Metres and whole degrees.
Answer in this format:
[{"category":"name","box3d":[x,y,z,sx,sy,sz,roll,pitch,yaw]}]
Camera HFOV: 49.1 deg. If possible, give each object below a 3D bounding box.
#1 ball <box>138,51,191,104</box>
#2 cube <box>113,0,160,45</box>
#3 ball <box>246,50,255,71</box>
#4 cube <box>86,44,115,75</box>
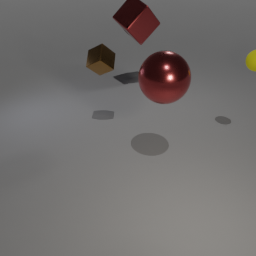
[{"category":"ball","box3d":[0.969,-1.336,7.461,1.400,1.400,1.400,0,29,0]},{"category":"cube","box3d":[0.408,-5.188,13.490,1.400,1.400,1.400,51,13,34]},{"category":"ball","box3d":[4.215,-2.201,9.137,0.700,0.700,0.700,0,29,0]},{"category":"cube","box3d":[-0.938,-2.358,9.711,0.700,0.700,0.700,-12,-26,37]}]
